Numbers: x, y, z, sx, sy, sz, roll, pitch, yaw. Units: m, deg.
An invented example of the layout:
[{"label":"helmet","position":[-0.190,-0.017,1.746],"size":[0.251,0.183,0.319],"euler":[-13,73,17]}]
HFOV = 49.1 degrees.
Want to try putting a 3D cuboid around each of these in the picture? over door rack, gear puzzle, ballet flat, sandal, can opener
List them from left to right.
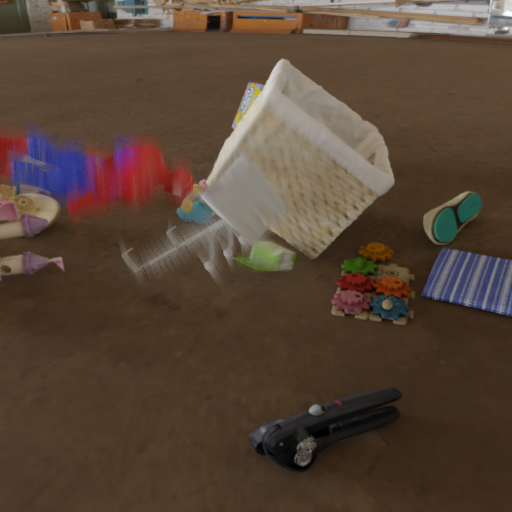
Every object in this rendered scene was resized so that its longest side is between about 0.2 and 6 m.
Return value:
[{"label":"sandal","position":[-5.757,-1.125,12.251],"size":[2.864,0.942,1.050],"euler":[7,70,22]},{"label":"over door rack","position":[-0.880,-0.258,9.941],"size":[2.354,0.784,1.739],"euler":[-16,10,24]},{"label":"can opener","position":[0.973,2.063,7.026],"size":[2.117,0.671,0.832],"euler":[-13,30,-22]},{"label":"gear puzzle","position":[2.273,0.342,10.524],"size":[1.408,0.356,2.718],"euler":[7,29,13]},{"label":"ballet flat","position":[4.184,-0.802,12.402],"size":[0.822,0.822,2.365],"euler":[24,35,37]}]

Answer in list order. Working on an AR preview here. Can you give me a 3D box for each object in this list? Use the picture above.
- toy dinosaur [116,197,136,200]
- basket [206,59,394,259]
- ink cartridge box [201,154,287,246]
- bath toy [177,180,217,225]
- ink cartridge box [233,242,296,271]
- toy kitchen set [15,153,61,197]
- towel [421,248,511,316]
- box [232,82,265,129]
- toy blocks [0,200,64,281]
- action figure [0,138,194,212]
[{"label":"toy dinosaur","position":[-3.240,-1.862,14.446],"size":[1.733,0.524,0.921],"euler":[-24,35,-37]},{"label":"basket","position":[0.933,-2.028,11.593],"size":[2.963,2.383,2.937],"euler":[33,28,-12]},{"label":"ink cartridge box","position":[-0.160,-0.849,8.664],"size":[0.912,1.140,0.269],"euler":[-48,34,-8]},{"label":"bath toy","position":[-1.127,-1.456,13.511],"size":[0.768,0.903,2.078],"euler":[-28,14,32]},{"label":"ink cartridge box","position":[0.156,-0.002,10.549],"size":[0.725,0.372,0.981],"euler":[25,16,39]},{"label":"toy kitchen set","position":[-5.326,-1.542,13.768],"size":[1.220,1.660,2.072],"euler":[4,-8,7]},{"label":"towel","position":[4.505,0.577,10.273],"size":[2.523,0.301,1.827],"euler":[13,33,25]},{"label":"box","position":[1.010,-3.670,15.878],"size":[2.241,1.419,2.327],"euler":[27,9,41]},{"label":"toy blocks","position":[-4.888,-0.639,10.245],"size":[2.162,2.400,2.569],"euler":[-11,27,-5]},{"label":"action figure","position":[-2.518,-1.211,8.325],"size":[3.316,0.857,1.085],"euler":[6,46,13]}]
